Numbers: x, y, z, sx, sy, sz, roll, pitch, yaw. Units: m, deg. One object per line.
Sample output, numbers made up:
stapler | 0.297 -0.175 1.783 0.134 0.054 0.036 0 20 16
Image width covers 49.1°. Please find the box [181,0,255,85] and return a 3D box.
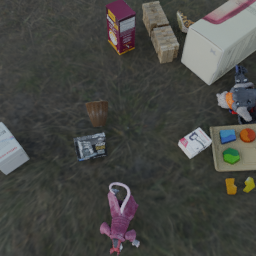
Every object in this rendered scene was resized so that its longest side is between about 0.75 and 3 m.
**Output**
box | 3.750 -3.415 10.696 2.994 1.914 1.631 -36 67 -18

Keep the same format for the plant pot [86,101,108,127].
plant pot | -0.993 -0.445 9.346 0.754 0.754 0.806 -7 88 -4

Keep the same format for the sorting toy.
sorting toy | 3.697 0.930 9.118 1.774 0.319 2.381 -2 62 6

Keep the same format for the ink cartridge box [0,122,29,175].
ink cartridge box | -3.986 0.672 9.009 0.914 0.910 1.258 -37 67 -18

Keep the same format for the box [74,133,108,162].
box | -1.180 0.614 8.950 0.985 0.777 0.245 -10 30 -11

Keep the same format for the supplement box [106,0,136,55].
supplement box | -0.275 -3.944 11.050 0.770 1.797 0.992 -29 65 -15

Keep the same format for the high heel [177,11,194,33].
high heel | 2.825 -4.482 12.008 1.136 0.569 1.594 -22 80 -5

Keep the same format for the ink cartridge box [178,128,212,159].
ink cartridge box | 2.249 0.498 9.413 0.894 0.377 0.647 -31 66 -16

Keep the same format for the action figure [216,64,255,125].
action figure | 4.314 -1.400 9.623 2.570 1.390 2.657 -17 64 23

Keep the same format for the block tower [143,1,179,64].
block tower | 1.325 -4.028 11.698 0.758 0.812 2.807 -12 64 -7

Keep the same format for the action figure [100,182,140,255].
action figure | -0.146 2.617 7.800 1.176 1.307 1.756 10 47 -1
